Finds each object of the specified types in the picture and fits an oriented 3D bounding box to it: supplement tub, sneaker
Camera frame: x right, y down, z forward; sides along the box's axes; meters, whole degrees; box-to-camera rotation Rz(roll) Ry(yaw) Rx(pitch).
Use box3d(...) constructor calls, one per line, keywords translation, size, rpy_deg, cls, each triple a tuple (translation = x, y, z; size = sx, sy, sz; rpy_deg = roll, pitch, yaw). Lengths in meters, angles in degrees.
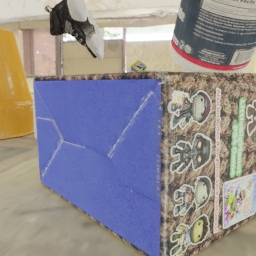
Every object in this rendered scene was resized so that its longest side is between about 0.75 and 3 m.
box3d(translation=(2.084, -2.621, 5.922), size=(1.926, 2.744, 1.926), rpy_deg=(5, 45, -5), cls="supplement tub")
box3d(translation=(-1.612, -2.956, 8.622), size=(1.243, 2.185, 0.824), rpy_deg=(-7, 49, 20), cls="sneaker")

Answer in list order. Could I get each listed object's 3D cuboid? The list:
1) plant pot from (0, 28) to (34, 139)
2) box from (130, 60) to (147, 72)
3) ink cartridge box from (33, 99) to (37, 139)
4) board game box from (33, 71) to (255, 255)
box3d(translation=(-3.953, -1.221, 7.498), size=(2.939, 2.690, 2.939), rpy_deg=(0, 9, 0), cls="plant pot")
box3d(translation=(0.262, -1.364, 7.645), size=(0.325, 0.929, 0.299), rpy_deg=(37, 60, 22), cls="box")
box3d(translation=(-0.735, -0.242, 6.706), size=(2.420, 1.016, 1.752), rpy_deg=(5, 10, 26), cls="ink cartridge box")
box3d(translation=(0.668, 0.031, 3.694), size=(2.997, 1.451, 2.389), rpy_deg=(-9, 13, -39), cls="board game box")
